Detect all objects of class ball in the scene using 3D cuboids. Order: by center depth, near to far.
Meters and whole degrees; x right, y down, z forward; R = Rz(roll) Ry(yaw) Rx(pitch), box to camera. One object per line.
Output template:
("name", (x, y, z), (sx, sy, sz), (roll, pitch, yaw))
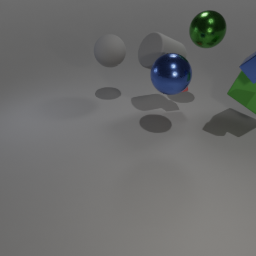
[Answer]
("ball", (1.456, -1.820, 9.486), (1.400, 1.400, 1.400), (0, 32, 0))
("ball", (3.088, -3.815, 10.872), (1.400, 1.400, 1.400), (0, 32, 0))
("ball", (-0.791, -3.358, 12.225), (1.400, 1.400, 1.400), (0, 32, 0))

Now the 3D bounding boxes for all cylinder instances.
("cylinder", (1.364, -2.935, 11.193), (1.400, 1.400, 1.400), (8, 21, -40))

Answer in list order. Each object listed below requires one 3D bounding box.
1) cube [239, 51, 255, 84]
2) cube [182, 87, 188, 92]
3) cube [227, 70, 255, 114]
("cube", (3.974, -1.918, 8.516), (0.700, 0.700, 0.700), (49, 49, -2))
("cube", (2.126, -1.953, 12.086), (0.700, 0.700, 0.700), (-14, 26, -2))
("cube", (4.840, -1.502, 10.261), (1.400, 1.400, 1.400), (-14, 48, -43))
